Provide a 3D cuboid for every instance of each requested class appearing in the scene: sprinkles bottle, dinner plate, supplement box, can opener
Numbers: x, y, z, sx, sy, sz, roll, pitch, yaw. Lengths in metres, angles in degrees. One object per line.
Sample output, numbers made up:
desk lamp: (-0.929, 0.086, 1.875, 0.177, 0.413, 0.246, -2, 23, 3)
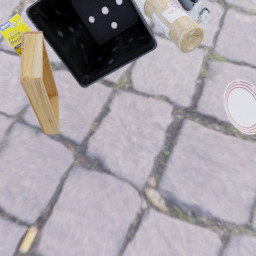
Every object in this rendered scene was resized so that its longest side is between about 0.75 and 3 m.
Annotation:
sprinkles bottle: (0.771, -2.030, 5.213, 0.532, 0.532, 1.560, -24, 55, -11)
dinner plate: (3.026, -0.546, 7.305, 1.481, 0.179, 1.481, 6, 75, -22)
supplement box: (-2.432, -2.036, 6.365, 0.546, 1.003, 0.549, -39, 94, -6)
can opener: (1.629, -3.525, 7.722, 0.542, 2.059, 0.684, -50, 44, 7)

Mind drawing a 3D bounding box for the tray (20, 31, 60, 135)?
tray: (-1.676, -0.755, 5.503, 0.386, 2.086, 1.029, -4, 66, -7)

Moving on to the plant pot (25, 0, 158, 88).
plant pot: (-0.668, -2.605, 6.707, 2.111, 2.116, 1.877, -25, 27, 21)
